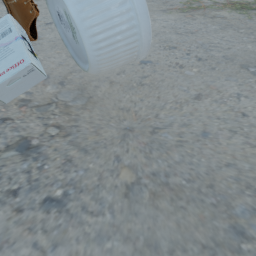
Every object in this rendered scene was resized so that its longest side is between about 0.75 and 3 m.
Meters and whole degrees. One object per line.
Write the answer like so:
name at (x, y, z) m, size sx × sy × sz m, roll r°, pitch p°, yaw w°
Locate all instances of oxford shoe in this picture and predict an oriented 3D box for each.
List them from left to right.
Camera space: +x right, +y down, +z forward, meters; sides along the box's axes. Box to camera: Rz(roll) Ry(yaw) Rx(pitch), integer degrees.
oxford shoe at (-3.152, -3.851, 8.395) m, size 1.012 × 2.840 × 1.013 m, roll 20°, pitch 57°, yaw 4°

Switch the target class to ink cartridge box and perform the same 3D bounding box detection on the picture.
ink cartridge box at (-2.563, -1.449, 5.935) m, size 1.116 × 0.634 × 1.532 m, roll -31°, pitch 67°, yaw 4°

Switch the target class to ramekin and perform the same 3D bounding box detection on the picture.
ramekin at (-0.828, -2.646, 6.676) m, size 1.499 × 2.856 × 2.856 m, roll -30°, pitch 46°, yaw -13°
